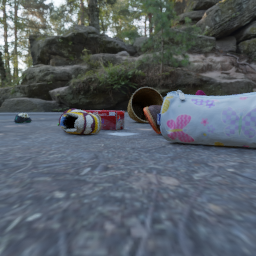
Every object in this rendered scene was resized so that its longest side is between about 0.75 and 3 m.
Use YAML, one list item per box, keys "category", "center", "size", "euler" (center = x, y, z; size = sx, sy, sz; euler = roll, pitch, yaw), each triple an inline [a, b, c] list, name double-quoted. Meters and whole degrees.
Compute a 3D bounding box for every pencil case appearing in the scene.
- category: "pencil case"
  center: [2.051, -0.216, 6.142]
  size: [2.682, 1.216, 1.115]
  euler: [4, 0, 30]

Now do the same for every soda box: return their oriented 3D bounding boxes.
- category: "soda box"
  center: [-1.308, -0.327, 11.025]
  size: [2.292, 0.727, 0.802]
  euler: [2, 5, 23]

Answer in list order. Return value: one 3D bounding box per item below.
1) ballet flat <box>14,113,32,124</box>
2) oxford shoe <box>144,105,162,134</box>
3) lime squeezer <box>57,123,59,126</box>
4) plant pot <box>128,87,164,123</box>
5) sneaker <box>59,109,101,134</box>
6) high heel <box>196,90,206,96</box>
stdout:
- category: "ballet flat"
  center: [-5.739, -0.549, 15.418]
  size: [0.577, 0.577, 1.579]
  euler: [0, 4, 6]
- category: "oxford shoe"
  center: [1.260, -0.457, 9.171]
  size: [0.978, 0.959, 2.696]
  euler: [-29, -6, 20]
- category: "lime squeezer"
  center: [-2.483, -0.236, 12.227]
  size: [2.116, 0.399, 0.747]
  euler: [1, 4, 28]
- category: "plant pot"
  center: [0.769, -1.079, 15.769]
  size: [1.923, 1.923, 2.064]
  euler: [-1, -9, -17]
- category: "sneaker"
  center: [-1.868, -0.251, 9.155]
  size: [1.014, 0.843, 2.251]
  euler: [5, -1, -42]
- category: "high heel"
  center: [2.859, -0.663, 10.792]
  size: [1.000, 1.424, 2.968]
  euler: [2, 5, 23]
